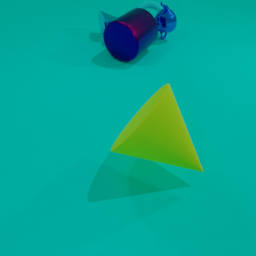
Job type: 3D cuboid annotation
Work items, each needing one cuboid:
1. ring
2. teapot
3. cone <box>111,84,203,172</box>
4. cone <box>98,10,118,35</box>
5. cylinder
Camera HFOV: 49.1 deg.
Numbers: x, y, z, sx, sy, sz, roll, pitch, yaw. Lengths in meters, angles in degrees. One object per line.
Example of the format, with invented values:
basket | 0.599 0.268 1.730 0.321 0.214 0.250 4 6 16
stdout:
ring | 0.836 -4.244 10.790 1.356 0.271 1.356 1 84 -7
teapot | 1.302 -3.878 10.097 0.867 1.395 0.683 31 51 34
cone | 0.844 0.324 5.449 1.679 1.672 1.672 40 49 -6
cone | -0.571 -3.989 10.499 0.875 0.872 0.872 -13 45 -14
cylinder | 0.104 -3.092 9.290 1.358 1.358 1.358 24 48 23
